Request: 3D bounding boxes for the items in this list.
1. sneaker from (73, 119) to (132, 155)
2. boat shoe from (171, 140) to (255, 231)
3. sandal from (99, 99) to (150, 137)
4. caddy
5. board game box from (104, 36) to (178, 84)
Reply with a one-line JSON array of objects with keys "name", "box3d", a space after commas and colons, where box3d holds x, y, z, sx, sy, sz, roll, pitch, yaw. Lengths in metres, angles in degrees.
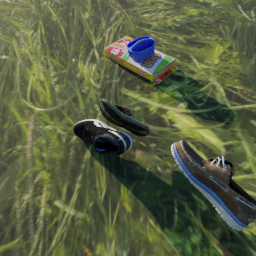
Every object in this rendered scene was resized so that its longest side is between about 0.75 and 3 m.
[{"name": "sneaker", "box3d": [-0.868, 0.231, 7.552, 1.825, 0.667, 1.021, 15, 14, 20]}, {"name": "boat shoe", "box3d": [2.016, 1.105, 6.377, 2.409, 0.872, 0.870, 48, 23, 8]}, {"name": "sandal", "box3d": [-0.096, -0.311, 7.795, 1.613, 0.640, 0.460, 31, 58, -9]}, {"name": "caddy", "box3d": [0.484, -2.955, 10.249, 1.113, 0.584, 0.787, -30, 53, -17]}, {"name": "board game box", "box3d": [0.488, -2.643, 10.649, 2.739, 0.411, 1.309, 36, 59, 25]}]
